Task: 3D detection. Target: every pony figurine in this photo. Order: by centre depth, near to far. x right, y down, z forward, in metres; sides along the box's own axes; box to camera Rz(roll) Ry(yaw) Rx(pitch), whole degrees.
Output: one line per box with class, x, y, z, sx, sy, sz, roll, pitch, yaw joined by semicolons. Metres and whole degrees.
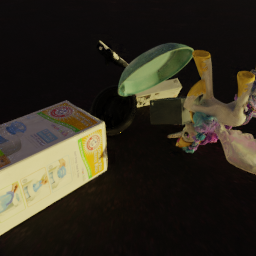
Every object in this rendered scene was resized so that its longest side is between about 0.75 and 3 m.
pony figurine;2.490;-0.328;6.890;2.717;2.815;2.344;8;45;4

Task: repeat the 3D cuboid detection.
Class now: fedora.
fedora;-0.363;-0.463;8.479;1.614;0.737;1.614;-6;67;14

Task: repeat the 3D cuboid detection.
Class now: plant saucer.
plant saucer;0.615;-1.499;7.007;2.111;2.111;0.379;-21;79;-29

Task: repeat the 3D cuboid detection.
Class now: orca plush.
orca plush;-0.712;-2.919;11.983;1.762;0.626;0.927;33;12;-33

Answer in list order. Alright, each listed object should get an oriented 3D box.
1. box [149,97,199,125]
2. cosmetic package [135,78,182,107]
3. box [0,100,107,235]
box;1.415;-0.542;8.345;1.016;0.733;1.368;1;9;34
cosmetic package;0.953;-1.215;9.891;1.800;0.743;0.456;-14;67;-20
box;-2.048;0.690;6.319;2.862;1.451;1.610;-27;42;-35
